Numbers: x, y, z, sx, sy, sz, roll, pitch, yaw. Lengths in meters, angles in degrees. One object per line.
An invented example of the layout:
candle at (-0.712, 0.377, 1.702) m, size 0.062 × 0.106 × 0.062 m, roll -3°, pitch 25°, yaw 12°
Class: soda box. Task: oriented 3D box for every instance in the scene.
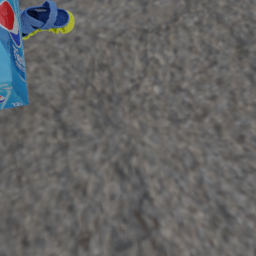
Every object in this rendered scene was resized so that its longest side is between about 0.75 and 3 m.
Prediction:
soda box at (-2.477, -1.711, 5.062) m, size 0.923 × 0.873 × 2.722 m, roll -11°, pitch 70°, yaw -6°

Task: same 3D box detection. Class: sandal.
sandal at (-2.134, -2.426, 6.198) m, size 1.773 × 0.772 × 0.705 m, roll -12°, pitch 86°, yaw 1°
